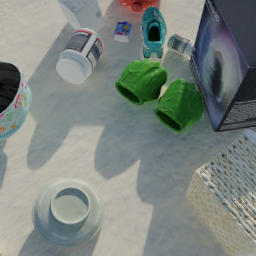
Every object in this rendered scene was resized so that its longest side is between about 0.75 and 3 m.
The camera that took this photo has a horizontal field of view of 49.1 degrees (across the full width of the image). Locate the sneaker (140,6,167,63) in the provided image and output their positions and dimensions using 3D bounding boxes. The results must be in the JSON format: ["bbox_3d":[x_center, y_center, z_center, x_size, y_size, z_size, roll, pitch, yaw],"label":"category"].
[{"bbox_3d":[0.967,-3.481,9.975,1.017,1.045,2.623,0,59,0],"label":"sneaker"}]

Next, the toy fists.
[{"bbox_3d":[1.031,-1.086,8.650,2.815,0.968,1.435,35,73,17],"label":"toy fists"}]

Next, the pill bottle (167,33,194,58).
[{"bbox_3d":[1.931,-2.889,9.901,1.017,0.575,0.575,31,64,16],"label":"pill bottle"}]

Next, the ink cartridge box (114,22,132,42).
[{"bbox_3d":[-0.177,-3.649,10.506,0.558,0.312,0.818,10,58,5],"label":"ink cartridge box"}]

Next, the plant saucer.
[{"bbox_3d":[-1.419,1.963,6.866,1.791,0.450,1.791,9,52,-12],"label":"plant saucer"}]

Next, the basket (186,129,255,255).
[{"bbox_3d":[2.633,1.600,6.440,1.707,2.123,2.104,-32,64,-11],"label":"basket"}]

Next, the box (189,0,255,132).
[{"bbox_3d":[3.149,-1.923,7.968,1.811,2.915,2.939,-8,59,-5],"label":"box"}]

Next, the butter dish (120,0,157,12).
[{"bbox_3d":[0.409,-5.212,10.694,2.118,2.112,1.566,6,84,0],"label":"butter dish"}]

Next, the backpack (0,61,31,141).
[{"bbox_3d":[-4.094,-0.729,7.796,2.630,1.980,2.335,-1,56,4],"label":"backpack"}]

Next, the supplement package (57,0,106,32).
[{"bbox_3d":[-1.710,-4.281,10.207,0.989,1.286,1.345,-40,66,-7],"label":"supplement package"}]

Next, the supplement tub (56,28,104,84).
[{"bbox_3d":[-1.565,-2.380,9.270,1.130,1.130,1.611,17,60,10],"label":"supplement tub"}]

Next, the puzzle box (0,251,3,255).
[{"bbox_3d":[-4.623,2.824,6.676,2.744,0.349,1.826,34,66,18],"label":"puzzle box"}]
